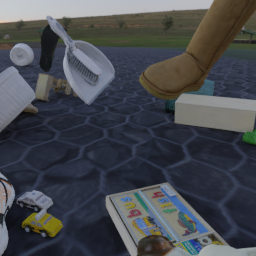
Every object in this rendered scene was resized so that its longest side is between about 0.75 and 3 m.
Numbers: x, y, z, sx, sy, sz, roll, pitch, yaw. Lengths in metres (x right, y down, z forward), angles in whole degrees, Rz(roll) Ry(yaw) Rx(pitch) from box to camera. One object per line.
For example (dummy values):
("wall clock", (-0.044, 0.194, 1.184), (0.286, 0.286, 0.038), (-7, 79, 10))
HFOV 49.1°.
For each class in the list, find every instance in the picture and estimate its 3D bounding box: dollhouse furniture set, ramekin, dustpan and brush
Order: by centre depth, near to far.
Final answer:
("dustpan and brush", (-1.454, -2.074, 7.943), (0.702, 2.452, 1.711), (-36, 14, 49))
("ramekin", (-4.174, -0.795, 9.248), (2.330, 1.223, 2.330), (-39, 18, 15))
("dollhouse furniture set", (-3.714, -1.927, 14.392), (1.643, 1.245, 1.875), (15, 3, 34))
("ramekin", (-9.611, -6.536, 25.252), (1.955, 1.955, 0.953), (0, 28, 0))

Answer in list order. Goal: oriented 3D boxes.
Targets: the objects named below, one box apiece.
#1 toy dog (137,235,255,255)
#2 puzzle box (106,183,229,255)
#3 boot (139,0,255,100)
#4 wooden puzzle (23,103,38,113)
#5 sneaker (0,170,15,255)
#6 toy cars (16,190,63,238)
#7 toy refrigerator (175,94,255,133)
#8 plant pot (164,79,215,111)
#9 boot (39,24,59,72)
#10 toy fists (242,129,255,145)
("toy dog", (1.024, 1.841, 3.162), (2.107, 1.470, 2.043), (2, 8, 6))
("puzzle box", (0.588, 1.748, 5.002), (1.456, 0.278, 2.188), (-9, 22, -20))
("boot", (1.733, -2.172, 6.491), (0.981, 2.965, 2.597), (45, 38, 20))
("wooden puzzle", (-5.458, -1.441, 11.965), (2.685, 0.671, 2.899), (10, 10, -35))
("sneaker", (-2.729, 1.214, 5.273), (1.048, 1.137, 2.843), (-11, 21, -23))
("toy cars", (-1.749, 1.563, 5.428), (0.677, 0.334, 1.510), (-9, 22, -25))
("toy refrigerator", (3.202, -0.549, 10.340), (2.752, 0.963, 1.045), (8, 29, 23))
("plant pot", (2.601, -1.451, 11.816), (1.789, 1.827, 1.827), (12, 22, 10))
("boot", (-3.432, -3.412, 12.023), (0.677, 1.999, 1.306), (12, 8, -17))
("toy fists", (4.226, 0.240, 8.941), (1.178, 0.405, 0.600), (-14, 25, -36))
